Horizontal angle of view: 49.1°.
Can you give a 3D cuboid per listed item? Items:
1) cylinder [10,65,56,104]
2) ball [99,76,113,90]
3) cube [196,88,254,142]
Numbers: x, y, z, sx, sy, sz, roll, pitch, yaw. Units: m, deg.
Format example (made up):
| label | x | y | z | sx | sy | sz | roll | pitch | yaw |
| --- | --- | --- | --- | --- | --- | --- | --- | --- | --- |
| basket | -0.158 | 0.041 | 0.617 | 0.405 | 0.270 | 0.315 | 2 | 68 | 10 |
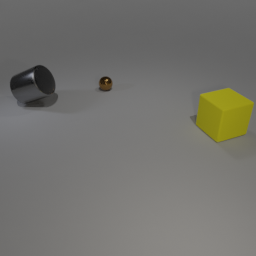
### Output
| label | x | y | z | sx | sy | sz | roll | pitch | yaw |
| --- | --- | --- | --- | --- | --- | --- | --- | --- | --- |
| cylinder | -4.192 | -1.907 | 12.395 | 1.400 | 1.400 | 1.400 | -14 | 27 | 25 |
| ball | -1.113 | -2.229 | 13.983 | 0.700 | 0.700 | 0.700 | 0 | 33 | 0 |
| cube | 3.636 | -0.525 | 10.692 | 1.400 | 1.400 | 1.400 | -14 | 35 | -19 |
